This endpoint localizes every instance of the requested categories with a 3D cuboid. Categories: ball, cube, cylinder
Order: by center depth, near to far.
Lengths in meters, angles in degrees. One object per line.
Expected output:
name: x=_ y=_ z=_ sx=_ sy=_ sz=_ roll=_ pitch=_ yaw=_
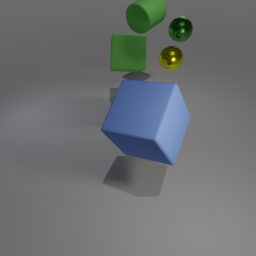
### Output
cube: x=0.474 y=-0.132 z=6.561 sx=1.400 sy=1.400 sz=1.400 roll=10 pitch=67 yaw=30
ball: x=1.225 y=-1.972 z=7.954 sx=0.700 sy=0.700 sz=0.700 roll=0 pitch=31 yaw=0
ball: x=1.524 y=-2.850 z=8.117 sx=0.700 sy=0.700 sz=0.700 roll=0 pitch=31 yaw=0
cube: x=-0.016 y=-3.147 z=11.928 sx=1.400 sy=1.400 sz=1.400 roll=1 pitch=9 yaw=-6
cylinder: x=0.847 y=-5.363 z=13.145 sx=1.400 sy=1.400 sz=1.400 roll=23 pitch=52 yaw=33
